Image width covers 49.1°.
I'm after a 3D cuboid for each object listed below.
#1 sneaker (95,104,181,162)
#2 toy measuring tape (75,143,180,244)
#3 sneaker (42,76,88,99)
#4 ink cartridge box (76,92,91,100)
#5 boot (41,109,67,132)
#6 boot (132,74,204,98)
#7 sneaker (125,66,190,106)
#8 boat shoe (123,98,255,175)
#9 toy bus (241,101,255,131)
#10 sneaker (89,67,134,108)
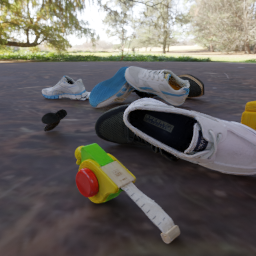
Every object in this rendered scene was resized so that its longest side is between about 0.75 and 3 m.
[{"bbox_3d":[0.460,0.053,5.872,2.455,0.938,1.406,7,10,3],"label":"sneaker"},{"bbox_3d":[-0.152,0.925,3.845,0.716,0.716,1.945,-15,44,-43],"label":"toy measuring tape"},{"bbox_3d":[-2.802,-1.798,12.113,2.178,0.944,0.816,0,29,19],"label":"sneaker"},{"bbox_3d":[-2.007,-1.332,12.224,0.703,0.247,0.864,6,35,18],"label":"ink cartridge box"},{"bbox_3d":[-1.974,-0.118,7.179,0.735,0.292,0.844,-41,-9,38],"label":"boot"},{"bbox_3d":[1.695,-1.627,12.242,1.927,1.079,2.787,-29,32,-31],"label":"boot"},{"bbox_3d":[1.101,-1.801,10.539,2.542,1.027,0.973,22,57,4],"label":"sneaker"},{"bbox_3d":[1.139,0.216,4.665,2.612,0.961,0.854,16,12,9],"label":"boat shoe"},{"bbox_3d":[3.692,0.155,5.498,1.172,0.974,2.993,-16,23,-42],"label":"toy bus"},{"bbox_3d":[-0.490,-1.428,11.099,0.998,1.054,2.610,27,48,27],"label":"sneaker"}]
